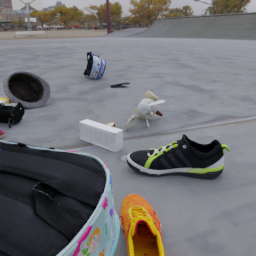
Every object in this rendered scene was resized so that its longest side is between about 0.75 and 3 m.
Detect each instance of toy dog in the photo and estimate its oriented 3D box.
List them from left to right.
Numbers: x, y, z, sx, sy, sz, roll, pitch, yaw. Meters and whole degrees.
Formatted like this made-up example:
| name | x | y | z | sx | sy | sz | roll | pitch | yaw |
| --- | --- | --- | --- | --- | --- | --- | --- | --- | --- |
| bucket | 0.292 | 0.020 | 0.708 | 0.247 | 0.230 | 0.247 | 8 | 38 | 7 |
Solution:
| name | x | y | z | sx | sy | sz | roll | pitch | yaw |
| --- | --- | --- | --- | --- | --- | --- | --- | --- | --- |
| toy dog | 0.789 | -0.571 | 9.809 | 0.988 | 1.352 | 2.051 | 33 | 34 | -1 |

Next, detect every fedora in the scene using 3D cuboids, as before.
| name | x | y | z | sx | sy | sz | roll | pitch | yaw |
| --- | --- | --- | --- | --- | --- | --- | --- | --- | --- |
| fedora | -4.399 | -1.556 | 11.991 | 1.905 | 1.685 | 0.860 | 12 | -22 | -32 |

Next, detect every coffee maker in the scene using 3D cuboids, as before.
| name | x | y | z | sx | sy | sz | roll | pitch | yaw |
| --- | --- | --- | --- | --- | --- | --- | --- | --- | --- |
| coffee maker | -4.439 | -0.512 | 9.954 | 1.102 | 0.743 | 1.059 | 3 | 23 | 10 |

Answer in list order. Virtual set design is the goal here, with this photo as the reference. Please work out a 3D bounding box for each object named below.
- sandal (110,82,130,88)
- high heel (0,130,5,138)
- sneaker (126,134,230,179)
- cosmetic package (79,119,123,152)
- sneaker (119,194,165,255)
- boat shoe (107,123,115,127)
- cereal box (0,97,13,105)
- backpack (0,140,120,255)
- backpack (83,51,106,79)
| name | x | y | z | sx | sy | sz | roll | pitch | yaw |
| --- | --- | --- | --- | --- | --- | --- | --- | --- | --- |
| sandal | -0.417 | -2.284 | 15.063 | 1.070 | 0.229 | 0.407 | -10 | 15 | 2 |
| high heel | -4.159 | 0.375 | 8.341 | 0.640 | 0.449 | 1.334 | 13 | 20 | -13 |
| sneaker | 1.187 | 0.579 | 6.891 | 2.442 | 1.011 | 0.876 | 2 | 22 | 5 |
| cosmetic package | -0.814 | 0.198 | 8.377 | 1.471 | 0.607 | 0.372 | 17 | 28 | 34 |
| sneaker | 0.267 | 1.645 | 4.615 | 0.741 | 0.784 | 2.032 | -4 | 21 | -8 |
| boat shoe | -0.646 | 0.034 | 9.213 | 0.303 | 0.323 | 0.875 | 0 | 14 | 10 |
| cereal box | -5.912 | -0.700 | 10.735 | 1.724 | 0.474 | 2.397 | 7 | 23 | 17 |
| backpack | -1.509 | 1.319 | 3.628 | 2.731 | 2.056 | 2.425 | 1 | 27 | 22 |
| backpack | -1.994 | -3.637 | 16.884 | 1.214 | 1.575 | 1.501 | 9 | 23 | -13 |
